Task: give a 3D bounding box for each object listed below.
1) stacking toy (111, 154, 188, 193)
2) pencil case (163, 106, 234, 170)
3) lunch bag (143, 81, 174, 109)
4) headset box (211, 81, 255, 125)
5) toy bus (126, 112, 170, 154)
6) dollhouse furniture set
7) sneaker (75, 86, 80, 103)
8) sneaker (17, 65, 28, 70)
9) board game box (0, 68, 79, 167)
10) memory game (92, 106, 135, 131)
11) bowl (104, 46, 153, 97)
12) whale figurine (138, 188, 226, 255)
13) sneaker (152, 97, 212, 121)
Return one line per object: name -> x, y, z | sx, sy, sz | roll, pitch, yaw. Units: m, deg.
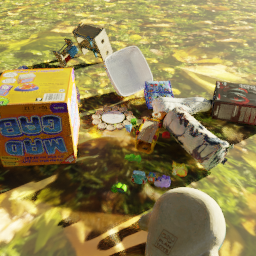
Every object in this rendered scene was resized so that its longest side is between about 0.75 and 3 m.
stacking toy -> 0.697, 1.629, 8.811 | 2.135, 0.502, 1.610 | 9, 36, 16
pencil case -> 2.343, 0.255, 9.882 | 1.196, 1.040, 2.673 | -31, 51, -13
lunch bag -> 1.411, -1.361, 12.717 | 1.195, 0.747, 1.588 | -2, 49, -6
headset box -> 4.948, -1.066, 11.951 | 2.535, 0.951, 1.884 | 10, 38, 13
toy bus -> 0.769, 0.248, 10.345 | 1.504, 0.777, 1.419 | -16, 44, -19
dollhouse furniture set -> -2.522, -4.371, 16.101 | 1.815, 1.805, 2.576 | 25, 68, 28
sneaker -> -3.051, -1.566, 12.626 | 1.710, 0.975, 0.620 | -9, 39, -10
sneaker -> -5.638, -2.702, 14.576 | 0.767, 0.537, 1.329 | 26, 51, 26
board game box -> -3.104, -0.435, 9.825 | 2.477, 2.476, 2.475 | -3, 37, -4
memory game -> -0.632, -0.423, 11.805 | 1.823, 0.116, 1.823 | -1, 37, 0
bowl -> -0.055, -2.648, 13.462 | 2.121, 2.124, 0.793 | -29, 6, -25
whale figurine -> 1.170, 2.824, 6.703 | 2.198, 1.434, 2.763 | 21, 64, 37
sneaker -> 2.309, -0.621, 11.657 | 2.675, 0.974, 1.132 | -2, 70, -16
